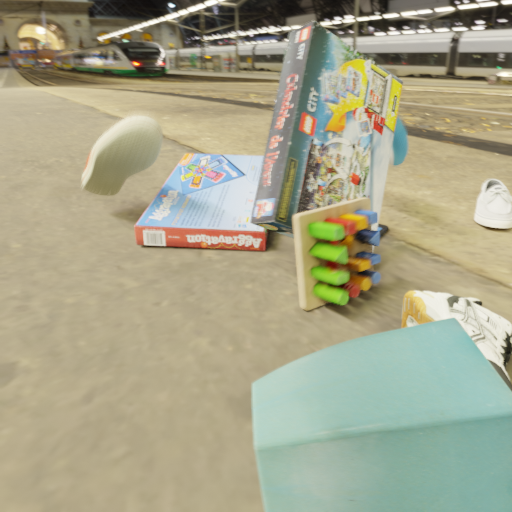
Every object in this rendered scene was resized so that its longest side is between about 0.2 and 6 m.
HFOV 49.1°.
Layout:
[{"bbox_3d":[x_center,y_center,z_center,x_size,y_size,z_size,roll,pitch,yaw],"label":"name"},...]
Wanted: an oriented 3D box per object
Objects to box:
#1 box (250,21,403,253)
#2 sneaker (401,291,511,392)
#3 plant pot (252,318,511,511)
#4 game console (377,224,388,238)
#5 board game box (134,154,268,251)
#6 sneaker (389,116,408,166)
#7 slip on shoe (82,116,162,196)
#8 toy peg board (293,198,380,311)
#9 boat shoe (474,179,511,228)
[{"bbox_3d":[1.293,-1.863,9.590,2.311,3.384,0.638,18,-10,-35],"label":"box"},{"bbox_3d":[2.608,1.081,6.561,1.170,1.010,2.670,0,22,-1],"label":"sneaker"},{"bbox_3d":[0.994,1.575,4.914,1.986,1.403,1.403,-7,22,2],"label":"plant pot"},{"bbox_3d":[1.854,-0.862,11.585,0.975,1.406,1.648,-18,9,34],"label":"game console"},{"bbox_3d":[-0.885,-1.428,12.993,2.575,0.486,5.002,4,27,4],"label":"board game box"},{"bbox_3d":[2.500,-2.790,11.972,0.827,2.161,0.873,-1,-28,-45],"label":"sneaker"},{"bbox_3d":[-2.836,-2.179,11.567,1.172,0.968,3.165,12,-19,-28],"label":"slip on shoe"},{"bbox_3d":[1.394,-0.002,8.419,1.470,1.477,0.722,-16,19,-32],"label":"toy peg board"},{"bbox_3d":[5.422,-1.223,12.661,0.800,0.761,2.222,9,23,21],"label":"boat shoe"}]
